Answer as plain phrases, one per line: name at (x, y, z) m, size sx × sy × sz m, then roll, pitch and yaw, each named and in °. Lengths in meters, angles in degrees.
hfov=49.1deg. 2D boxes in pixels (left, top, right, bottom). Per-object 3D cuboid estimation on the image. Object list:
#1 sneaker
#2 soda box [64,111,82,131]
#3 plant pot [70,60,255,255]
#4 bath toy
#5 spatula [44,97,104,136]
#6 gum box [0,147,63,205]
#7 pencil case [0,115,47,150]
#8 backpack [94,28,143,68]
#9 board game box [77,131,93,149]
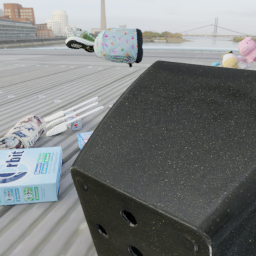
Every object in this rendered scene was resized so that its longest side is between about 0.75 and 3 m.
sneaker at (-1.868, -4.013, 12.507) m, size 0.828 × 0.954 × 2.154 m, roll -15°, pitch -7°, yaw 38°
soda box at (-2.065, -0.269, 10.376) m, size 0.404 × 0.376 × 1.185 m, roll -9°, pitch 22°, yaw -23°
plant pot at (0.912, 0.926, 4.106) m, size 2.892 × 2.899 × 2.571 m, roll 18°, pitch 41°, yaw 39°
bath toy at (3.156, -2.041, 7.456) m, size 0.819 × 0.696 × 1.883 m, roll -12°, pitch -20°, yaw -43°
spatula at (-1.963, -0.460, 10.113) m, size 2.189 × 0.176 × 1.522 m, roll -24°, pitch 28°, yaw -7°
gum box at (-2.728, 1.071, 6.572) m, size 2.231 × 0.497 × 1.896 m, roll -3°, pitch 21°, yaw -8°
pencil case at (-3.091, 0.235, 8.412) m, size 0.905 × 0.787 × 2.024 m, roll -4°, pitch 20°, yaw 2°
backpack at (-0.379, -3.384, 11.325) m, size 1.944 × 1.622 × 1.230 m, roll -3°, pitch -1°, yaw -21°
board game box at (-0.026, 0.667, 7.654) m, size 2.073 × 0.501 × 2.740 m, roll -8°, pitch 22°, yaw -22°
